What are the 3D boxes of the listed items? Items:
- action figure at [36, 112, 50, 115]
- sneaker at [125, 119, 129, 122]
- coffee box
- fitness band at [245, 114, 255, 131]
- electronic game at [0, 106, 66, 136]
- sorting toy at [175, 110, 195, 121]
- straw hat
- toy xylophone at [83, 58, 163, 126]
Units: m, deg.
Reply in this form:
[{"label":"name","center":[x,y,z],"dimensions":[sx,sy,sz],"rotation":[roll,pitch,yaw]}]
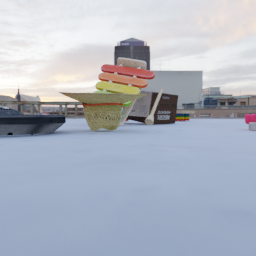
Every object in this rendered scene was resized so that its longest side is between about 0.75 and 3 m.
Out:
[{"label":"action figure","center":[-2.504,-0.250,7.819],"dimensions":[0.922,0.482,0.891],"rotation":[-2,-5,-33]},{"label":"sneaker","center":[-0.673,-0.569,13.712],"dimensions":[1.639,0.547,0.879],"rotation":[1,-1,-37]},{"label":"coffee box","center":[0.325,-0.911,10.840],"dimensions":[1.584,1.119,2.803],"rotation":[-1,11,-44]},{"label":"fitness band","center":[3.362,-0.111,5.773],"dimensions":[1.379,0.359,1.921],"rotation":[-1,4,-28]},{"label":"electronic game","center":[-2.278,-0.142,4.953],"dimensions":[2.300,0.479,2.300],"rotation":[0,2,0]},{"label":"sorting toy","center":[2.562,-0.663,15.343],"dimensions":[1.685,0.590,1.695],"rotation":[2,3,34]},{"label":"straw hat","center":[-0.523,-0.327,5.738],"dimensions":[1.859,0.787,1.859],"rotation":[1,7,0]},{"label":"toy xylophone","center":[-0.049,-1.114,8.940],"dimensions":[2.183,0.749,2.982],"rotation":[7,48,11]}]
